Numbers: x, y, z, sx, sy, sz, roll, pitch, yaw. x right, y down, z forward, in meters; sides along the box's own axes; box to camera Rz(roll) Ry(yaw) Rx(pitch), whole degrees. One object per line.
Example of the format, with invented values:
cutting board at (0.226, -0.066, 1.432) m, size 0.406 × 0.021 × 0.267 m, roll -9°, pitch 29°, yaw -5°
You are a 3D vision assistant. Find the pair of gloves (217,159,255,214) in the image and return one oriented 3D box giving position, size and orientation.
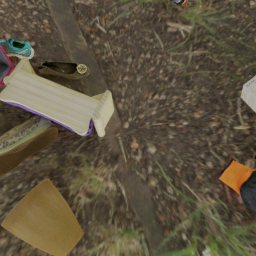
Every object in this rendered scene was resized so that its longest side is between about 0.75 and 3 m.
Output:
pair of gloves at (4.034, 1.035, 6.850) m, size 2.935 × 0.363 × 2.615 m, roll -44°, pitch 55°, yaw -14°

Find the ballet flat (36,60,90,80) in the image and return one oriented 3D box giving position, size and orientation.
ballet flat at (-2.055, -1.885, 8.809) m, size 1.702 × 0.394 × 0.573 m, roll 8°, pitch 64°, yaw 4°

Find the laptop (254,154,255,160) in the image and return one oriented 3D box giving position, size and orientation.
laptop at (5.182, 0.378, 7.125) m, size 2.727 × 1.408 × 2.417 m, roll 33°, pitch 68°, yaw 10°

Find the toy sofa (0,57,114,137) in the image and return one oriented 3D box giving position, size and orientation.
toy sofa at (-1.940, -0.668, 7.771) m, size 2.894 × 1.198 × 1.412 m, roll 22°, pitch 70°, yaw 10°

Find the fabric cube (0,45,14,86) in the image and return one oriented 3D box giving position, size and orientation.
fabric cube at (-5.184, -1.947, 7.780) m, size 2.335 × 2.342 × 2.298 m, roll 22°, pitch 67°, yaw 13°

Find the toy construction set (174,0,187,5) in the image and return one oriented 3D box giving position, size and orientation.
toy construction set at (1.827, -5.620, 10.165) m, size 2.144 × 1.788 × 1.647 m, roll -30°, pitch 53°, yaw -36°

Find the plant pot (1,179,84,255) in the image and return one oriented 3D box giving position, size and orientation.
plant pot at (-1.789, 2.172, 6.407) m, size 1.499 × 1.397 × 1.397 m, roll 41°, pitch 70°, yaw 3°

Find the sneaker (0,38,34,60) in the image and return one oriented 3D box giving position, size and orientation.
sneaker at (-3.786, -2.691, 9.095) m, size 1.499 × 0.597 × 0.581 m, roll 11°, pitch 64°, yaw 6°

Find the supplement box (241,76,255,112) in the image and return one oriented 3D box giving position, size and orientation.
supplement box at (3.613, -0.625, 7.263) m, size 0.505 × 0.865 × 1.373 m, roll -38°, pitch 69°, yaw 4°

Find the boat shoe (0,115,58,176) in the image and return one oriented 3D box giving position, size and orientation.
boat shoe at (-3.126, 0.510, 7.422) m, size 2.536 × 0.929 × 0.795 m, roll -31°, pitch 63°, yaw -25°
